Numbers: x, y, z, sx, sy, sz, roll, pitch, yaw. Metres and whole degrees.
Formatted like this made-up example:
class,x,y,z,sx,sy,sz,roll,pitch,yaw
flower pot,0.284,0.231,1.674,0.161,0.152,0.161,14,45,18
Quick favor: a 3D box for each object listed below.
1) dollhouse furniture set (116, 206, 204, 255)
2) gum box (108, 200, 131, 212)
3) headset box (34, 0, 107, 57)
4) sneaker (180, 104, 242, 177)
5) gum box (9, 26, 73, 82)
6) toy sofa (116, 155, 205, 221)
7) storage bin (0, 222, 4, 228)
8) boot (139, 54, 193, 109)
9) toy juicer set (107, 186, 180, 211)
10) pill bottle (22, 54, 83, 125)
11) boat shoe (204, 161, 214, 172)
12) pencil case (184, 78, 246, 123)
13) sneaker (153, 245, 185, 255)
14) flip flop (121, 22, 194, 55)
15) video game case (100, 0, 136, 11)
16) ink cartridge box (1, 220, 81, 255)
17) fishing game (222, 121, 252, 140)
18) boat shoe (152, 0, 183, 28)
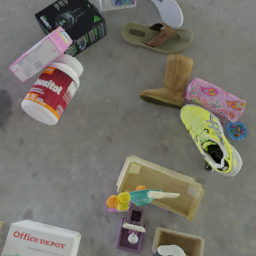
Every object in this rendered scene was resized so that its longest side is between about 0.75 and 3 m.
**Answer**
class,x,y,z,sx,sy,sz,roll,pitch,yaw
dollhouse furniture set,1.150,3.015,8.651,2.791,1.981,2.211,12,75,3
gum box,-0.279,2.637,9.648,0.805,0.266,0.457,-2,75,-1
headset box,-2.156,-4.135,11.136,2.198,1.020,1.914,-36,78,-9
sneaker,2.736,0.251,9.522,1.126,1.141,2.987,-44,57,19
gum box,-3.098,-2.560,9.879,2.129,1.208,0.704,-26,118,25
toy sofa,1.040,1.944,9.373,2.696,1.315,1.116,21,95,-1
storage bin,-4.793,3.569,8.798,0.683,1.447,1.457,23,75,3
boot,1.471,-1.863,10.722,1.798,0.679,2.053,15,76,-9
toy juicer set,0.306,1.967,8.340,2.102,1.337,0.572,-19,63,24
pill bottle,-2.640,-1.435,10.149,1.362,1.362,2.411,23,68,6
boat shoe,2.991,1.026,10.051,0.320,0.392,1.062,15,83,-1
pencil case,3.186,-1.050,10.369,2.178,0.952,0.952,27,76,8
sneaker,1.238,3.967,8.726,1.134,0.562,0.401,19,31,-31
flip flop,1.145,-3.730,11.115,2.908,0.837,1.179,14,75,4
video game case,-0.511,-5.850,12.044,1.509,0.196,1.658,-8,74,-3
ink cartridge box,-2.869,4.544,8.621,2.089,1.211,2.885,12,75,3
fishing game,4.057,0.080,10.416,1.123,0.175,0.804,4,72,1
boat shoe,1.566,-5.112,11.562,0.810,0.668,2.361,-40,77,32
